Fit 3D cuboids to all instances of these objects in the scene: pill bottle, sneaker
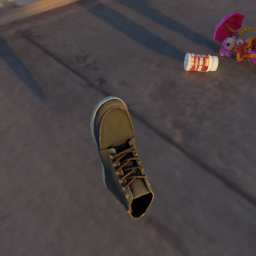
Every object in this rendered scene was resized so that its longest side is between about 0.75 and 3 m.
[{"bbox_3d":[2.261,-2.031,8.704,0.931,0.532,0.532,3,45,-4],"label":"pill bottle"},{"bbox_3d":[-0.011,0.515,4.749,0.766,2.047,1.087,-22,36,-20],"label":"sneaker"}]

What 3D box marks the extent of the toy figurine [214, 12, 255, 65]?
[{"bbox_3d":[3.846,-2.879,9.080,2.235,1.823,2.428,15,86,42],"label":"toy figurine"}]
